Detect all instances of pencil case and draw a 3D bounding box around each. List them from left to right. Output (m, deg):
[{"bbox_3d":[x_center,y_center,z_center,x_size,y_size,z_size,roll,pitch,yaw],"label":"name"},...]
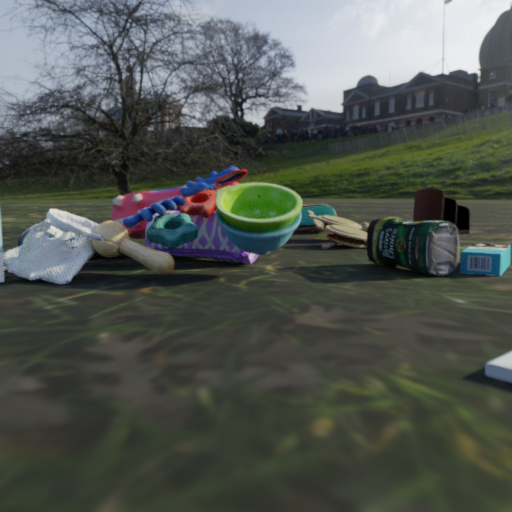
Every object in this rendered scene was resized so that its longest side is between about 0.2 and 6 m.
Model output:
[{"bbox_3d":[-0.931,-0.306,9.484,2.075,0.871,0.887,1,41,24],"label":"pencil case"}]

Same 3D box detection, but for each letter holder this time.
[{"bbox_3d":[5.069,-1.260,15.393,0.847,1.197,1.684,-1,7,-9],"label":"letter holder"}]

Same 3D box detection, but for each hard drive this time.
[{"bbox_3d":[2.063,0.764,3.910,0.842,0.111,0.555,-6,10,-41],"label":"hard drive"}]

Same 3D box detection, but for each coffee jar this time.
[{"bbox_3d":[2.313,-0.170,8.510,0.657,0.803,1.539,-4,8,-23],"label":"coffee jar"}]

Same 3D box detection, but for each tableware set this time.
[{"bbox_3d":[1.887,-0.474,12.337,1.532,0.465,2.318,12,13,-3],"label":"tableware set"}]

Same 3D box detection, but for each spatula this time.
[{"bbox_3d":[-3.187,-0.018,9.060,2.611,0.268,0.738,-3,4,5],"label":"spatula"}]

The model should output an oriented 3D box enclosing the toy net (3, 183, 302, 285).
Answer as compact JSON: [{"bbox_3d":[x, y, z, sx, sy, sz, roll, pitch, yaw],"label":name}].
[{"bbox_3d":[-1.508,-0.572,8.146,4.158,0.803,2.181,-6,35,-10],"label":"toy net"}]

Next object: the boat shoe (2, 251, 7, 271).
[{"bbox_3d":[-4.555,-0.116,7.619,0.869,0.741,2.600,9,6,37],"label":"boat shoe"}]

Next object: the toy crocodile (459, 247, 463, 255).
[{"bbox_3d":[3.006,-0.086,9.768,1.224,0.378,0.413,3,6,-10],"label":"toy crocodile"}]

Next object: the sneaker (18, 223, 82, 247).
[{"bbox_3d":[-3.125,-0.286,9.585,1.741,0.676,0.752,-4,2,-28],"label":"sneaker"}]

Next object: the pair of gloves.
[{"bbox_3d":[-1.102,-0.933,8.479,2.032,0.231,1.633,-27,13,-15],"label":"pair of gloves"}]

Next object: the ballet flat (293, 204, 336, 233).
[{"bbox_3d":[0.738,-0.916,14.807,2.742,0.933,0.922,4,-14,-11],"label":"ballet flat"}]

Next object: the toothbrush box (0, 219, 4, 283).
[{"bbox_3d":[-3.992,-0.480,7.007,0.762,1.787,1.308,5,10,40],"label":"toothbrush box"}]

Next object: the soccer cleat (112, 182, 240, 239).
[{"bbox_3d":[-1.241,-0.806,10.853,3.336,1.113,1.276,-2,-6,22],"label":"soccer cleat"}]

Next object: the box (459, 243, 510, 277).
[{"bbox_3d":[3.554,0.041,8.639,0.568,0.339,1.380,4,8,29],"label":"box"}]
